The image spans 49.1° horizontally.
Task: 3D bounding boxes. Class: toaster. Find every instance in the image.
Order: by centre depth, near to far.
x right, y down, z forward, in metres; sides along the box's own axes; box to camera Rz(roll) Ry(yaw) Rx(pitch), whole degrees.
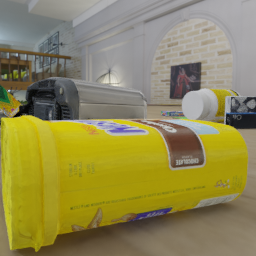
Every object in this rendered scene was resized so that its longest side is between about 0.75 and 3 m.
[{"bbox_3d":[-0.802,-0.105,4.956,1.614,1.420,2.498,0,5,-36],"label":"toaster"}]

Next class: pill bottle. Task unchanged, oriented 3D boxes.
[{"bbox_3d":[3.814,-1.018,12.659,2.627,1.501,1.501,-4,7,-34],"label":"pill bottle"}]

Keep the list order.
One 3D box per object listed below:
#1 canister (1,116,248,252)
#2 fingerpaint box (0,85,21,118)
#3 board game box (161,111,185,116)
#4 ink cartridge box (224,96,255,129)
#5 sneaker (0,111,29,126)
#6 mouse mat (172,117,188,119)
[{"bbox_3d":[-0.108,0.353,2.901,2.161,0.935,1.605,-2,6,-27],"label":"canister"},{"bbox_3d":[-3.839,-0.854,8.598,0.454,1.033,1.239,-49,13,-20],"label":"fingerpaint box"},{"bbox_3d":[2.972,-0.897,17.254,1.612,0.278,1.091,-1,6,-12],"label":"board game box"},{"bbox_3d":[4.699,-0.570,10.100,2.378,1.182,0.466,-2,7,-7],"label":"ink cartridge box"},{"bbox_3d":[-4.345,-0.426,11.336,0.942,0.692,2.082,6,12,26],"label":"sneaker"},{"bbox_3d":[3.136,-0.515,14.879,1.163,0.054,1.445,-2,8,-16],"label":"mouse mat"}]
